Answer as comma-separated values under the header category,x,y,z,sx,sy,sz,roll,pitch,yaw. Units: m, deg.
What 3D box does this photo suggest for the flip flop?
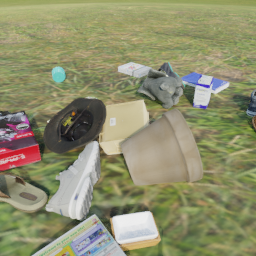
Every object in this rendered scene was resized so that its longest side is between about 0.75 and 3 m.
category,x,y,z,sx,sy,sz,roll,pitch,yaw
flip flop,-3.505,1.704,8.076,2.540,0.731,1.030,14,38,17

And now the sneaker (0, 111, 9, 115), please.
category,x,y,z,sx,sy,sz,roll,pitch,yaw
sneaker,-5.682,-0.628,12.358,0.857,0.351,0.314,-22,37,-33

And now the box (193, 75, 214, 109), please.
category,x,y,z,sx,sy,sz,roll,pitch,yaw
box,3.581,-1.719,13.297,0.651,1.240,1.141,11,33,18

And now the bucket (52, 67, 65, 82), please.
category,x,y,z,sx,sy,sz,roll,pitch,yaw
bucket,-3.949,-3.022,15.942,0.797,0.797,0.519,-7,43,-11

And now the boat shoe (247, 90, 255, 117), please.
category,x,y,z,sx,sy,sz,roll,pitch,yaw
boat shoe,6.168,-1.369,12.946,0.782,1.004,2.212,20,36,30

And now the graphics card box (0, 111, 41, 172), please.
category,x,y,z,sx,sy,sz,roll,pitch,yaw
graphics card box,-4.415,0.406,10.259,1.835,0.744,2.925,-15,32,-21

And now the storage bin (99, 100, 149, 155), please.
category,x,y,z,sx,sy,sz,roll,pitch,yaw
storage bin,-0.109,-0.028,10.183,1.706,0.805,1.718,-9,51,10

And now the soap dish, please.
category,x,y,z,sx,sy,sz,roll,pitch,yaw
soap dish,0.163,2.571,6.959,1.107,0.450,0.871,-5,32,-10

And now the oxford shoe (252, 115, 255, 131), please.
category,x,y,z,sx,sy,sz,roll,pitch,yaw
oxford shoe,5.683,0.012,10.703,1.008,1.007,2.826,-3,29,-3

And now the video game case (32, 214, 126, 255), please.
category,x,y,z,sx,sy,sz,roll,pitch,yaw
video game case,-1.092,3.003,6.176,1.862,0.205,1.695,-29,41,-22

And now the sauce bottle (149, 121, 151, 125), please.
category,x,y,z,sx,sy,sz,roll,pitch,yaw
sauce bottle,0.433,-0.079,11.024,0.791,0.791,2.445,-21,36,-30

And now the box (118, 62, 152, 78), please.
category,x,y,z,sx,sy,sz,roll,pitch,yaw
box,0.426,-3.596,17.294,1.674,0.345,1.305,24,38,35

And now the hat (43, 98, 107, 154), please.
category,x,y,z,sx,sy,sz,roll,pitch,yaw
hat,-1.720,0.124,10.164,2.724,1.099,2.724,-18,43,18

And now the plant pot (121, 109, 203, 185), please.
category,x,y,z,sx,sy,sz,roll,pitch,yaw
plant pot,0.914,0.788,8.538,1.977,2.279,2.279,-19,33,-1

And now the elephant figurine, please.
category,x,y,z,sx,sy,sz,roll,pitch,yaw
elephant figurine,1.267,-1.956,13.440,2.391,1.855,1.692,26,51,33

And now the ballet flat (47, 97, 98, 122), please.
category,x,y,z,sx,sy,sz,roll,pitch,yaw
ballet flat,-2.284,-0.623,11.759,0.904,1.070,2.830,9,29,32

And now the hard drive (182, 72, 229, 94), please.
category,x,y,z,sx,sy,sz,roll,pitch,yaw
hard drive,4.229,-2.544,15.590,2.240,0.284,1.478,27,40,37

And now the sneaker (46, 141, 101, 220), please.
category,x,y,z,sx,sy,sz,roll,pitch,yaw
sneaker,-1.538,1.337,8.378,1.205,1.098,2.939,4,32,6

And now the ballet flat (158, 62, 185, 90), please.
category,x,y,z,sx,sy,sz,roll,pitch,yaw
ballet flat,2.283,-2.726,15.436,1.008,1.008,2.759,-6,38,-9
